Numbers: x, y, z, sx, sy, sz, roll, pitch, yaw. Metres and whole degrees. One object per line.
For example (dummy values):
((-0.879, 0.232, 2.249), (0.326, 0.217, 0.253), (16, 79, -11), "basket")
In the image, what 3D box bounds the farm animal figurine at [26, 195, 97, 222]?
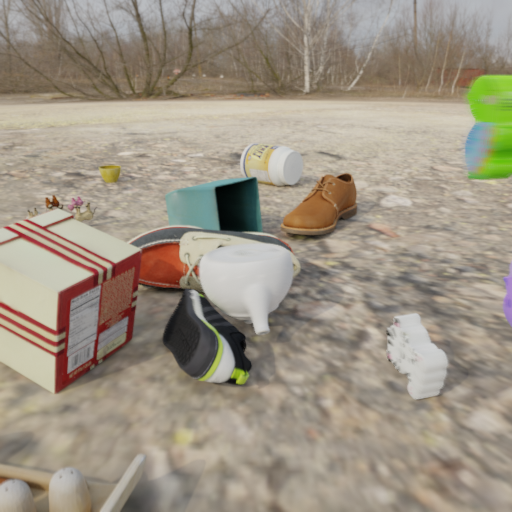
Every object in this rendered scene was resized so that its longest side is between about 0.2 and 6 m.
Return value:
((-4.188, -0.825, 12.101), (1.130, 0.589, 1.118), (14, 36, 20), "farm animal figurine")

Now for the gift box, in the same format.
((-2.537, 0.562, 6.696), (1.638, 1.754, 1.618), (24, 24, 19), "gift box")

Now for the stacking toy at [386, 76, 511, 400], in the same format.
((3.023, -0.143, 5.745), (2.790, 3.700, 0.869), (-7, 36, -13), "stacking toy")

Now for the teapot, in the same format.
((-0.125, 0.425, 7.670), (1.356, 1.003, 1.374), (5, 17, 32), "teapot")

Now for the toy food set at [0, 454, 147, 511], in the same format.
((-2.385, 1.892, 4.015), (2.656, 0.802, 1.905), (4, 20, 12), "toy food set")

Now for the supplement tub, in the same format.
((0.452, -2.634, 16.214), (1.570, 1.133, 1.133), (15, 25, 37), "supplement tub")

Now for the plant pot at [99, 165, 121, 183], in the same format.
((-4.327, -2.413, 16.629), (0.639, 0.454, 0.639), (1, 19, 0), "plant pot")

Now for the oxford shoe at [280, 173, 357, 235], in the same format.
((1.385, -1.185, 12.300), (1.095, 1.094, 3.070), (11, 24, 25), "oxford shoe")

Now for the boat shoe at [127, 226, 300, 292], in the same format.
((-0.729, 0.113, 8.861), (2.866, 1.020, 0.897), (-1, 22, -17), "boat shoe")

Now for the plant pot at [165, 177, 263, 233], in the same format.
((-0.962, -0.910, 11.437), (1.749, 1.236, 1.235), (6, 19, 41), "plant pot")

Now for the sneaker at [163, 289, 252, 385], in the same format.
((-0.581, 1.069, 6.887), (0.850, 0.736, 2.053), (26, 9, -21), "sneaker")
